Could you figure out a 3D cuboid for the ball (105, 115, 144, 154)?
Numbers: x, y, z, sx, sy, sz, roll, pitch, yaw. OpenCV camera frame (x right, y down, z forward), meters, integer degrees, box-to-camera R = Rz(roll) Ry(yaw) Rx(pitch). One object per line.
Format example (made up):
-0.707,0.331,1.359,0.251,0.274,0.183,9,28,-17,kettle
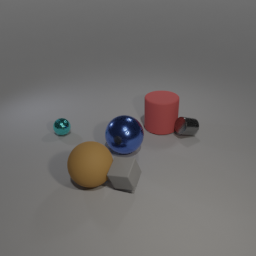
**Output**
-0.130,0.236,10.081,1.400,1.400,1.400,0,30,0,ball

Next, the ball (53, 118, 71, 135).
-2.671,-0.055,11.323,0.700,0.700,0.700,0,30,0,ball

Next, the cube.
-0.097,1.353,8.353,0.700,0.700,0.700,1,46,26,cube

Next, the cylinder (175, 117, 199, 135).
2.342,-0.073,11.154,0.700,0.700,0.700,6,24,-32,cylinder

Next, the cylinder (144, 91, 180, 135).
1.384,-0.657,11.603,1.400,1.400,1.400,-1,29,1,cylinder

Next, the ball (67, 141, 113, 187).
-1.145,1.104,8.567,1.400,1.400,1.400,0,30,0,ball
